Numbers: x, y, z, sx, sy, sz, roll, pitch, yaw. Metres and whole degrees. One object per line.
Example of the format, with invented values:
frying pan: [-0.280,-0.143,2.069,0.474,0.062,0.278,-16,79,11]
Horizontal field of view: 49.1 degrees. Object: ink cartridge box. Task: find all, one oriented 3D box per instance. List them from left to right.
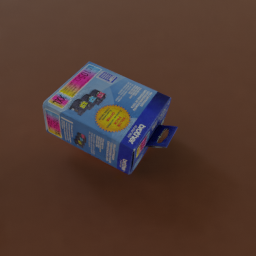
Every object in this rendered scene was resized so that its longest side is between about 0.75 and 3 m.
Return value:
ink cartridge box: [-0.261,-0.218,6.361,2.669,1.019,1.821,27,53,13]
